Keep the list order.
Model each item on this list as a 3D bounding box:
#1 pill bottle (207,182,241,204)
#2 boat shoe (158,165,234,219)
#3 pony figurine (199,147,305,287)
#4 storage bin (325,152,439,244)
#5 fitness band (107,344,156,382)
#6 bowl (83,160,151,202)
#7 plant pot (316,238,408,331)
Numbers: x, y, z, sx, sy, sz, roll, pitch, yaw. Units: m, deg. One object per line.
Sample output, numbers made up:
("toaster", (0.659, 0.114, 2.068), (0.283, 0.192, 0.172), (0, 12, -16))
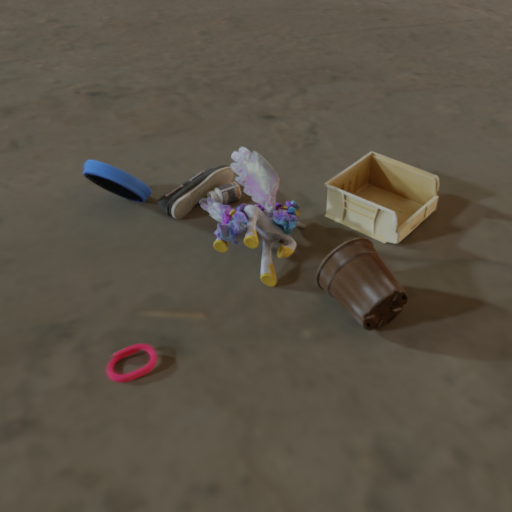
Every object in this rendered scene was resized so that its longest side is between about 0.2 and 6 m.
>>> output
("pill bottle", (-0.749, -1.423, 12.983), (0.728, 0.424, 0.424), (-22, 44, -26))
("boat shoe", (-1.377, -1.608, 12.999), (0.601, 0.705, 2.110), (31, 51, 26))
("pony figurine", (-0.038, -0.754, 11.401), (2.224, 1.919, 2.304), (35, 37, -8))
("storage bin", (2.812, -1.308, 12.478), (1.878, 0.886, 1.892), (28, 46, 31))
("fitness band", (-2.056, 1.771, 9.244), (0.808, 0.151, 0.580), (-22, 48, -18))
("bowl", (-3.132, -1.645, 12.558), (1.554, 1.554, 0.305), (19, 80, 21))
("plant pot", (1.938, 0.567, 10.000), (1.279, 1.279, 1.266), (-19, 51, -22))
